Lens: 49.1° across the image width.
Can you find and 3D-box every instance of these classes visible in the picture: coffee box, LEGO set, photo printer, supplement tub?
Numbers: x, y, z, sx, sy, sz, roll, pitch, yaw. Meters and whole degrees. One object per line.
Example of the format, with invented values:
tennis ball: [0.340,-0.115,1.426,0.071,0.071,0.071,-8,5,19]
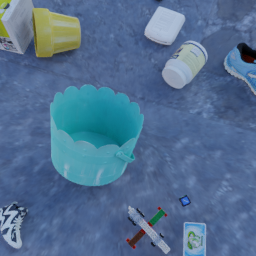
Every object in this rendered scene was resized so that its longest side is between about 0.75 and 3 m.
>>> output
coffee box: [-4.140,-3.703,9.389,1.522,1.540,1.537,13,66,6]
LEGO set: [0.889,2.875,6.738,1.903,0.625,2.547,3,79,5]
photo printer: [1.278,-3.578,9.927,1.117,0.466,1.342,24,68,9]
supplement tub: [1.798,-2.004,8.925,0.967,0.967,1.333,35,70,15]

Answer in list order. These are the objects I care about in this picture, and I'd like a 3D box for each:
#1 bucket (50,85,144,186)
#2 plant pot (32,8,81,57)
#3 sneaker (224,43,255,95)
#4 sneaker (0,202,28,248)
bucket: [-0.855,0.175,7.168,2.438,1.586,2.438,9,39,-8]
plant pot: [-2.353,-3.127,9.265,1.426,1.516,1.516,-6,64,-21]
sneaker: [4.201,-1.733,8.706,2.526,1.136,0.990,38,71,16]
sneaker: [-2.833,2.404,7.171,0.743,0.456,1.142,-37,60,-7]
